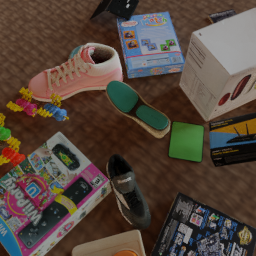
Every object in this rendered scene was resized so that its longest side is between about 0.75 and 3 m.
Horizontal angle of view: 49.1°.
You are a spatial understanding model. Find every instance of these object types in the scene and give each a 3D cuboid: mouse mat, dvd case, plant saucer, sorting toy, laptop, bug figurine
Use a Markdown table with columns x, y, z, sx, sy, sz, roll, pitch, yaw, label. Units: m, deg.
| x | y | z | sx | sy | sz | roll | pitch | yaw | label |
| --- | --- | --- | --- | --- | --- | --- | --- | --- | --- |
| 1.696 | 0.378 | 8.104 | 0.977 | 0.046 | 1.215 | 10 | 62 | 5 | mouse mat |
| 3.702 | -3.757 | 10.256 | 1.046 | 0.112 | 1.407 | -16 | 63 | -8 | dvd case |
| -1.453 | -2.422 | 9.527 | 1.152 | 0.158 | 1.152 | 0 | 62 | -1 | plant saucer |
| 0.006 | 3.220 | 6.036 | 2.516 | 0.370 | 1.860 | -19 | 61 | 9 | sorting toy |
| -0.492 | -4.357 | 10.340 | 1.435 | 0.741 | 1.271 | 22 | 59 | -3 | laptop |
| -2.958 | -0.061 | 8.006 | 1.918 | 0.636 | 2.473 | 32 | 70 | 22 | bug figurine |

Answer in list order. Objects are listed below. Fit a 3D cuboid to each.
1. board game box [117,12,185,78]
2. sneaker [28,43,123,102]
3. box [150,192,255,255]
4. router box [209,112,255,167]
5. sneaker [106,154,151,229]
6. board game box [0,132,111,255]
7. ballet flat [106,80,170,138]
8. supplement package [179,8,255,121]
| x | y | z | sx | sy | sz | roll | pitch | yaw | label |
| --- | --- | --- | --- | --- | --- | --- | --- | --- | --- |
| 0.731 | -2.908 | 9.603 | 1.889 | 0.457 | 2.497 | -8 | 62 | -4 | board game box |
| -1.633 | -1.740 | 8.374 | 2.990 | 1.563 | 1.126 | -10 | 66 | -5 | sneaker |
| 1.709 | 2.881 | 6.503 | 2.080 | 0.521 | 2.096 | 24 | 64 | 11 | box |
| 2.899 | 0.241 | 6.910 | 1.681 | 0.429 | 1.254 | -14 | 41 | 26 | router box |
| -0.037 | 1.517 | 6.991 | 0.681 | 0.927 | 2.050 | -22 | 64 | -10 | sneaker |
| -2.041 | 1.687 | 6.958 | 1.962 | 0.855 | 2.660 | 40 | 70 | 20 | board game box |
| 0.256 | -0.507 | 7.998 | 0.782 | 0.782 | 2.250 | -41 | 69 | -19 | ballet flat |
| 2.908 | -1.714 | 7.967 | 2.117 | 2.214 | 1.628 | -25 | 64 | -12 | supplement package |
